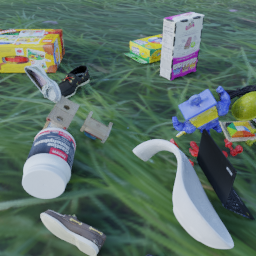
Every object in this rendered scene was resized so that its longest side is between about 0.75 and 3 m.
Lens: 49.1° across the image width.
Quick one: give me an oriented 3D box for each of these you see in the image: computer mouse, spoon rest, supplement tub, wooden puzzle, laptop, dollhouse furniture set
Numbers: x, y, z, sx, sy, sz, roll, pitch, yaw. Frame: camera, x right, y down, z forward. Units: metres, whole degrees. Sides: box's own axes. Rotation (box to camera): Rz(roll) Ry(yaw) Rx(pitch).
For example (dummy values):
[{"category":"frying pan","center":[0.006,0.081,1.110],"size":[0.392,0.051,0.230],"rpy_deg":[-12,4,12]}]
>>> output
[{"category":"computer mouse","center":[4.159,-0.538,8.260],"size":[1.904,0.624,2.712],"rpy_deg":[-15,33,-27]},{"category":"spoon rest","center":[1.055,1.083,5.373],"size":[0.827,1.356,2.729],"rpy_deg":[-46,44,7]},{"category":"supplement tub","center":[-1.683,0.729,6.083],"size":[0.962,0.962,1.371],"rpy_deg":[-1,36,-2]},{"category":"wooden puzzle","center":[3.088,0.051,7.709],"size":[0.957,0.178,0.885],"rpy_deg":[0,35,0]},{"category":"laptop","center":[1.951,0.895,5.448],"size":[1.460,0.754,1.294],"rpy_deg":[27,25,-28]},{"category":"dollhouse furniture set","center":[-1.364,0.161,7.114],"size":[1.490,1.050,1.044],"rpy_deg":[29,36,-10]}]

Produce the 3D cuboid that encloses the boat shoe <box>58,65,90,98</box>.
[{"category":"boat shoe","center":[-1.992,-1.587,9.664],"size":[0.709,0.608,1.939],"rpy_deg":[16,40,20]}]

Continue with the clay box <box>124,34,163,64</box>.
[{"category":"clay box","center":[1.250,-3.553,12.370],"size":[2.577,0.613,1.481],"rpy_deg":[-21,40,-28]}]

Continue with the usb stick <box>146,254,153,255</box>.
[{"category":"usb stick","center":[0.546,2.426,4.399],"size":[0.271,0.159,0.976],"rpy_deg":[-20,40,-25]}]

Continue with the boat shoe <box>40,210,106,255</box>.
[{"category":"boat shoe","center":[-0.995,1.801,5.034],"size":[1.270,0.456,0.378],"rpy_deg":[22,41,21]}]

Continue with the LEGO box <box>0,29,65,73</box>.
[{"category":"LEGO box","center":[-4.230,-3.170,11.394],"size":[2.901,1.119,2.160],"rpy_deg":[0,36,-1]}]

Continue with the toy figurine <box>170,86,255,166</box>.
[{"category":"toy figurine","center":[1.881,-0.243,6.069],"size":[2.490,1.492,1.313],"rpy_deg":[-29,45,16]}]

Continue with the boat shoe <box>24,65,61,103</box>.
[{"category":"boat shoe","center":[-2.063,-1.071,6.796],"size":[1.166,0.430,0.374],"rpy_deg":[53,34,12]}]

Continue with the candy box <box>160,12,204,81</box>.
[{"category":"candy box","center":[1.941,-2.985,10.263],"size":[1.459,2.140,0.653],"rpy_deg":[-24,42,-31]}]
